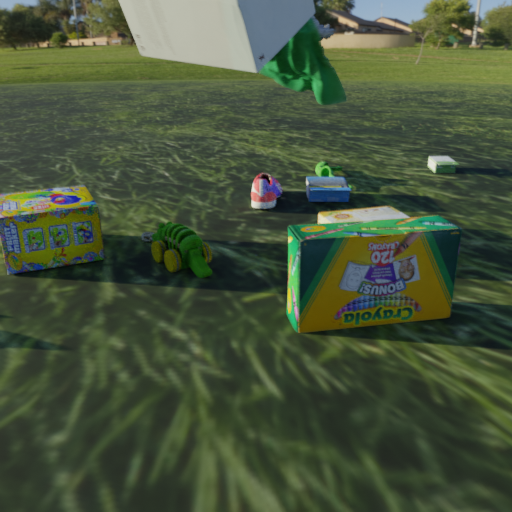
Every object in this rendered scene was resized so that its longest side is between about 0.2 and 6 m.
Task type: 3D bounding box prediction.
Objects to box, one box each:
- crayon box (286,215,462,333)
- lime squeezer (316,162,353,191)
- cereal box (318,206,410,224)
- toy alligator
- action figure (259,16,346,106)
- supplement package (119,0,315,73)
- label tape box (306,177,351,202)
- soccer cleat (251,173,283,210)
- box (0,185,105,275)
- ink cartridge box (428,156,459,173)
[{"bbox_3d":[1.401,0.205,6.864,2.017,1.198,0.587,-5,22,-10],"label":"crayon box"},{"bbox_3d":[1.837,-1.965,13.716,0.770,0.411,2.179,30,18,-9],"label":"lime squeezer"},{"bbox_3d":[2.048,-0.343,9.339,1.461,0.401,2.031,-5,22,-13],"label":"cereal box"},{"bbox_3d":[-1.331,-0.268,8.867,0.667,0.610,2.249,-14,25,-31],"label":"toy alligator"},{"bbox_3d":[0.536,-2.943,7.729,1.505,0.697,2.549,18,-1,12],"label":"action figure"},{"bbox_3d":[-0.389,-2.266,4.353,1.276,1.220,0.938,20,58,31],"label":"supplement package"},{"bbox_3d":[1.536,-1.383,12.028,0.864,0.379,1.198,0,21,1],"label":"label tape box"},{"bbox_3d":[0.237,-1.507,11.965,0.612,0.657,1.795,3,22,8],"label":"soccer cleat"},{"bbox_3d":[-3.314,-0.464,8.973,1.436,0.910,1.491,-10,23,-22],"label":"box"},{"bbox_3d":[4.875,-2.350,14.604,0.527,0.301,1.016,0,21,1],"label":"ink cartridge box"}]
